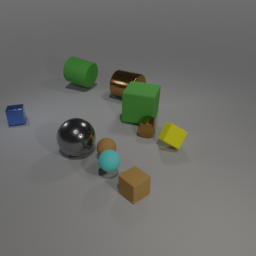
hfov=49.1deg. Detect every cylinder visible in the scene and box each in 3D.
[{"bbox_3d":[0.789,-0.053,11.482,0.700,0.700,0.700,5,30,9],"label":"cylinder"},{"bbox_3d":[0.003,-2.194,14.460,1.400,1.400,1.400,18,34,28],"label":"cylinder"},{"bbox_3d":[-2.594,-3.086,15.435,1.400,1.400,1.400,20,35,18],"label":"cylinder"}]

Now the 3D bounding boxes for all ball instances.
[{"bbox_3d":[-1.869,0.333,10.138,1.400,1.400,1.400,0,30,0],"label":"ball"},{"bbox_3d":[-0.752,0.690,9.809,0.700,0.700,0.700,0,30,0],"label":"ball"},{"bbox_3d":[-0.586,1.038,8.857,0.700,0.700,0.700,0,30,0],"label":"ball"}]

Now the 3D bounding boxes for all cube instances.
[{"bbox_3d":[0.586,-1.103,12.381,1.400,1.400,1.400,10,32,12],"label":"cube"},{"bbox_3d":[-4.940,-0.592,12.356,0.700,0.700,0.700,-8,25,-13],"label":"cube"},{"bbox_3d":[1.662,0.278,10.486,0.700,0.700,0.700,28,-1,-12],"label":"cube"},{"bbox_3d":[0.195,1.708,8.461,0.700,0.700,0.700,-24,38,-35],"label":"cube"}]
